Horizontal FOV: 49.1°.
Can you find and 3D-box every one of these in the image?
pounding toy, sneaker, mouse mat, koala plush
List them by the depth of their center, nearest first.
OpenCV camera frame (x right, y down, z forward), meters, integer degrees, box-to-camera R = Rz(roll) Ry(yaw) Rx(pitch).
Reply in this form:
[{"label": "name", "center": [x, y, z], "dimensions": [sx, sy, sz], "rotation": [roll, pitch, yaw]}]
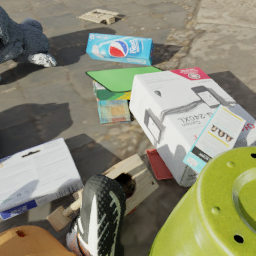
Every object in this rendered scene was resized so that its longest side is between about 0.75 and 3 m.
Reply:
[{"label": "sneaker", "center": [-0.612, 1.660, 4.467], "dimensions": [0.966, 2.414, 0.890], "rotation": [20, 38, 21]}, {"label": "pounding toy", "center": [-0.425, 1.403, 5.194], "dimensions": [1.973, 1.733, 0.902], "rotation": [-33, 88, -29]}, {"label": "mouse mat", "center": [0.221, -1.618, 9.012], "dimensions": [2.712, 0.102, 2.183], "rotation": [-12, 30, -26]}, {"label": "koala plush", "center": [-3.893, -2.931, 9.573], "dimensions": [2.746, 2.523, 2.435], "rotation": [-4, 61, -43]}]

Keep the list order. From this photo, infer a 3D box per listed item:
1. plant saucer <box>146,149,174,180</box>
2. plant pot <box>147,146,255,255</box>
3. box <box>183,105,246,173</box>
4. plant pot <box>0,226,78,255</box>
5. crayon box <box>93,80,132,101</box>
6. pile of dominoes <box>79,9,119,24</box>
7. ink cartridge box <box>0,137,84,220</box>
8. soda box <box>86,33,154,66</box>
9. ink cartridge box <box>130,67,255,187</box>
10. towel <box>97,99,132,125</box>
[{"label": "plant saucer", "center": [1.007, 0.877, 6.903], "dimensions": [0.959, 0.176, 0.957], "rotation": [-7, 44, -12]}, {"label": "plant pot", "center": [1.679, 1.821, 4.044], "dimensions": [2.879, 2.772, 2.879], "rotation": [0, 43, 0]}, {"label": "box", "center": [1.715, 0.238, 5.467], "dimensions": [0.627, 0.375, 1.524], "rotation": [36, 55, 10]}, {"label": "plant pot", "center": [-1.561, 2.427, 4.212], "dimensions": [1.926, 1.926, 1.348], "rotation": [-24, 32, -24]}, {"label": "crayon box", "center": [-0.235, -1.246, 8.752], "dimensions": [1.633, 0.415, 1.036], "rotation": [-4, 27, -11]}, {"label": "pile of dominoes", "center": [-1.426, -5.356, 13.621], "dimensions": [1.394, 0.285, 1.788], "rotation": [-35, 45, -31]}, {"label": "ink cartridge box", "center": [-2.085, 1.056, 6.418], "dimensions": [1.736, 0.383, 1.769], "rotation": [-20, 34, -15]}, {"label": "soda box", "center": [-0.272, -2.874, 10.242], "dimensions": [2.330, 0.790, 0.747], "rotation": [8, 86, 11]}, {"label": "ink cartridge box", "center": [1.617, -0.212, 7.133], "dimensions": [2.139, 1.228, 2.945], "rotation": [-11, 45, -21]}, {"label": "towel", "center": [-0.435, -0.604, 8.540], "dimensions": [0.945, 0.140, 1.289], "rotation": [-6, 44, -5]}]
